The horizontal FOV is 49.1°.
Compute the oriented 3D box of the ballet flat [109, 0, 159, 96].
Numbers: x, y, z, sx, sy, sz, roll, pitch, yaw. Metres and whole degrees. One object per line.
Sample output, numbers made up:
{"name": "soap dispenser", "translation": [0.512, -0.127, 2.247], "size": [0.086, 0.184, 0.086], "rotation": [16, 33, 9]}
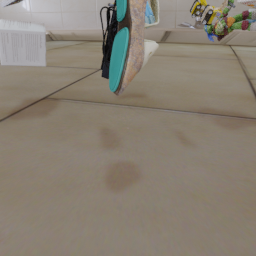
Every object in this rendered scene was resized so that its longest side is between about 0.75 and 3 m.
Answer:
{"name": "ballet flat", "translation": [0.169, -1.743, 4.977], "size": [0.800, 2.378, 0.810], "rotation": [2, 7, -22]}

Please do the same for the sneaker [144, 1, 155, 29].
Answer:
{"name": "sneaker", "translation": [0.437, -3.737, 10.732], "size": [1.478, 2.263, 0.900], "rotation": [-5, 29, -5]}

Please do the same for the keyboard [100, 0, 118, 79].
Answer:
{"name": "keyboard", "translation": [-0.436, -2.563, 6.617], "size": [0.555, 2.801, 1.458], "rotation": [7, 38, -13]}

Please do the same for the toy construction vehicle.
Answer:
{"name": "toy construction vehicle", "translation": [1.925, -2.915, 6.547], "size": [0.378, 1.074, 0.935], "rotation": [7, 51, -16]}

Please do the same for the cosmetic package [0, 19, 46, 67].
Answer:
{"name": "cosmetic package", "translation": [-3.374, -2.730, 9.022], "size": [1.381, 1.156, 1.149], "rotation": [-2, 34, -18]}

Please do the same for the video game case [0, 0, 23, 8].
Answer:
{"name": "video game case", "translation": [-3.211, -4.495, 9.166], "size": [1.690, 0.194, 1.540], "rotation": [-23, 27, 11]}

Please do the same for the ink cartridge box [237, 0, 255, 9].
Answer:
{"name": "ink cartridge box", "translation": [3.832, -3.833, 7.584], "size": [1.595, 0.999, 1.025], "rotation": [1, 14, -27]}

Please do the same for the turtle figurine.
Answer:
{"name": "turtle figurine", "translation": [3.156, -3.483, 8.528], "size": [1.679, 1.731, 1.246], "rotation": [4, 26, 20]}
